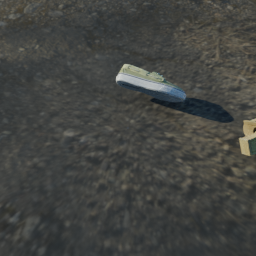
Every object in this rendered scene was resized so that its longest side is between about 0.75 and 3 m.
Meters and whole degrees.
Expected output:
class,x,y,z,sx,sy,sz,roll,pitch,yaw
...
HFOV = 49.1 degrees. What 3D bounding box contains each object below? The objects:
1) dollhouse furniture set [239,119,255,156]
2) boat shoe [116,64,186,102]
class,x,y,z,sx,sy,sz,roll,pitch,yaw
dollhouse furniture set,3.763,-0.471,8.046,2.042,1.806,1.135,-18,13,-16
boat shoe,0.806,-1.512,9.281,2.396,0.863,0.743,18,79,3
